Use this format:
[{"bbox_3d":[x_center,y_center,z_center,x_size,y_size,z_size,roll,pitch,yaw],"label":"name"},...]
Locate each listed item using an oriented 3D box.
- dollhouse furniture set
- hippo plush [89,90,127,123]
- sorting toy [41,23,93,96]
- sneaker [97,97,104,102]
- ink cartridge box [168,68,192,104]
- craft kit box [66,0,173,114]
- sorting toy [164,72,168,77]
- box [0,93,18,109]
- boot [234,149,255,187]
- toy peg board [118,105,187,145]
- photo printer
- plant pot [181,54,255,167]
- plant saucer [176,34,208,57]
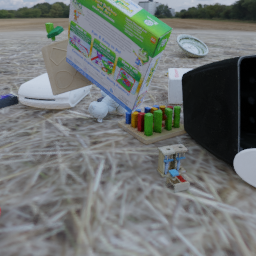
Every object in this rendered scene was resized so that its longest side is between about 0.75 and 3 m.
[{"bbox_3d":[1.259,0.966,6.997,0.708,0.713,1.011,-8,24,-17],"label":"dollhouse furniture set"},{"bbox_3d":[-0.773,-0.720,10.657,1.259,1.248,1.566,-43,30,-18],"label":"hippo plush"},{"bbox_3d":[-1.667,-2.130,7.980,1.584,2.143,0.315,-16,-3,10],"label":"sorting toy"},{"bbox_3d":[-0.759,-1.029,11.783,1.202,0.447,0.526,2,29,3],"label":"sneaker"},{"bbox_3d":[3.292,-1.918,12.728,2.907,1.245,2.146,1,24,7],"label":"ink cartridge box"},{"bbox_3d":[-0.405,-1.853,6.454,2.385,2.355,0.579,40,58,13],"label":"craft kit box"},{"bbox_3d":[2.576,-3.362,17.256,0.663,0.160,1.177,1,25,3],"label":"sorting toy"},{"bbox_3d":[-5.397,-1.180,12.179,0.682,0.381,0.966,21,31,33],"label":"box"},{"bbox_3d":[4.076,1.058,6.759,2.784,1.013,1.257,13,11,28],"label":"boot"},{"bbox_3d":[0.862,-0.377,9.756,1.830,0.895,1.823,-14,28,-29],"label":"toy peg board"},{"bbox_3d":[-3.201,-1.700,12.496,2.472,1.032,2.971,5,24,10],"label":"photo printer"},{"bbox_3d":[3.288,-0.768,8.637,2.927,2.934,2.603,-15,16,-29],"label":"plant pot"},{"bbox_3d":[5.183,-6.597,23.005,2.818,0.707,2.818,11,46,-12],"label":"plant saucer"}]
